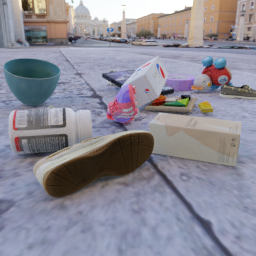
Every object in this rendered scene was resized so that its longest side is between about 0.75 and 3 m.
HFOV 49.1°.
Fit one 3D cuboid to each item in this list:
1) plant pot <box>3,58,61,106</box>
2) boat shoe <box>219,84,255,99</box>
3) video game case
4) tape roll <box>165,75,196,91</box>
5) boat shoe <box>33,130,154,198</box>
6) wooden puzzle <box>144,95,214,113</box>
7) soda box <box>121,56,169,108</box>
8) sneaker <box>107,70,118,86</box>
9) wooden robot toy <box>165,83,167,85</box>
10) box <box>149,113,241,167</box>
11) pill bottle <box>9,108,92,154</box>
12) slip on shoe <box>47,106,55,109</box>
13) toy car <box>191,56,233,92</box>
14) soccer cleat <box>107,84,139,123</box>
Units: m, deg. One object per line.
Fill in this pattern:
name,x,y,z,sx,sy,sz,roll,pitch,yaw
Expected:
plant pot,-3.541,-1.618,10.380,1.957,1.318,1.957,10,31,-6
boat shoe,4.744,-1.530,11.608,1.781,0.532,0.637,3,20,9
video game case,0.425,-2.022,12.607,1.972,0.262,2.761,-16,37,-39
tape roll,2.429,-2.192,13.522,1.631,0.535,1.631,1,19,0
boat shoe,-0.557,0.517,5.329,2.407,0.868,0.782,-19,28,-32
wooden puzzle,1.600,-0.928,10.021,2.755,0.322,1.858,2,19,15
soda box,0.740,-1.799,10.591,1.013,0.947,2.974,-26,17,25
sneaker,-0.335,-2.441,13.919,1.878,0.761,0.706,17,24,37
wooden robot toy,1.472,-1.878,13.117,0.767,0.338,0.348,-1,53,38
box,1.481,0.213,6.278,1.904,0.740,0.904,7,22,19
pill bottle,-1.720,0.047,6.407,1.733,0.987,0.987,-3,20,-11
slip on shoe,-2.531,-0.436,8.800,0.360,0.297,0.971,40,15,-12
toy car,3.601,-2.091,12.516,1.659,1.529,1.467,-38,32,-14
soccer cleat,-0.195,-0.568,7.606,0.858,0.749,2.245,-7,-9,-3
